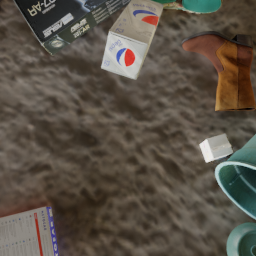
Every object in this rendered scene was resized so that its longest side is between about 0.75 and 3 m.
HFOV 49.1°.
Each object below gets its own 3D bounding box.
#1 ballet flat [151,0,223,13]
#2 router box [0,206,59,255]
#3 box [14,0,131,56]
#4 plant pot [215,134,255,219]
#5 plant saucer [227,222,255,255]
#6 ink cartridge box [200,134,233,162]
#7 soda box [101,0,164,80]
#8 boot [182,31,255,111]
[{"bbox_3d":[1.436,-3.762,7.832,2.367,0.895,0.757,6,47,-3],"label":"ballet flat"},{"bbox_3d":[-2.385,2.799,6.246,1.558,0.424,1.736,-13,76,-3],"label":"router box"},{"bbox_3d":[-1.527,-3.712,7.566,2.908,0.633,2.330,-33,73,1],"label":"box"},{"bbox_3d":[3.454,0.762,6.006,2.217,2.217,2.171,42,72,10],"label":"plant pot"},{"bbox_3d":[2.886,2.787,6.363,1.216,0.219,1.216,0,76,0],"label":"plant saucer"},{"bbox_3d":[2.108,0.475,6.681,0.499,0.776,0.486,-16,76,-4],"label":"ink cartridge box"},{"bbox_3d":[0.184,-2.249,6.626,0.835,0.899,2.633,19,41,0],"label":"soda box"},{"bbox_3d":[2.359,-1.429,7.390,1.914,0.696,2.033,4,82,-7],"label":"boot"}]
